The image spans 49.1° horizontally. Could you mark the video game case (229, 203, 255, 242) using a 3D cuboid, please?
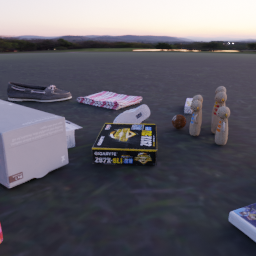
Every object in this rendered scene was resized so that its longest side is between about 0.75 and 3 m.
[{"bbox_3d":[2.786,1.591,4.075,1.712,0.216,1.879,-8,21,-24],"label":"video game case"}]

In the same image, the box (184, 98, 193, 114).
[{"bbox_3d":[2.486,-0.916,11.374,0.310,0.289,1.496,5,19,14],"label":"box"}]

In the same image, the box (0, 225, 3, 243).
[{"bbox_3d":[-2.683,1.376,3.801,1.620,0.773,0.807,4,19,12],"label":"box"}]

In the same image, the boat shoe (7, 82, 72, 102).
[{"bbox_3d":[-4.077,-1.685,12.803,2.917,0.831,0.975,-1,19,-2],"label":"boat shoe"}]

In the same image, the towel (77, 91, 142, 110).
[{"bbox_3d":[-0.822,-1.316,12.462,2.438,0.365,1.784,14,22,35],"label":"towel"}]

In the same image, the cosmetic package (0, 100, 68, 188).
[{"bbox_3d":[-2.905,0.199,6.564,2.898,1.307,1.548,10,20,36],"label":"cosmetic package"}]

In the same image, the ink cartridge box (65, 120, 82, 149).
[{"bbox_3d":[-2.030,0.167,7.763,1.102,0.526,1.255,-14,24,-39],"label":"ink cartridge box"}]

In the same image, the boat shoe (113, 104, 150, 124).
[{"bbox_3d":[0.032,-0.298,9.125,0.578,0.633,1.758,-20,12,43],"label":"boat shoe"}]

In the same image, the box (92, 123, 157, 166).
[{"bbox_3d":[-0.012,0.364,7.326,1.525,0.471,1.910,3,19,4],"label":"box"}]

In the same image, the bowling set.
[{"bbox_3d":[2.208,-0.499,8.546,1.691,1.304,2.430,4,19,11],"label":"bowling set"}]
